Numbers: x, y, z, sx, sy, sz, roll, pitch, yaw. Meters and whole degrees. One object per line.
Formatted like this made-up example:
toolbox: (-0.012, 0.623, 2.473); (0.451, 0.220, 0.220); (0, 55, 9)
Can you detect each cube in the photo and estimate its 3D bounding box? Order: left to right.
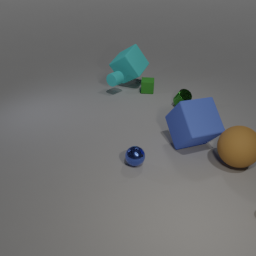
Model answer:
cube: (0.077, -3.642, 15.967); (1.400, 1.400, 1.400); (-14, 33, 45)
cube: (1.090, -2.365, 15.592); (0.700, 0.700, 0.700); (4, 33, 4)
cube: (2.432, -0.158, 10.376); (1.400, 1.400, 1.400); (-9, 72, -20)

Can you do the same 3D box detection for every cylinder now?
cylinder: (-0.685, -2.648, 15.053); (0.700, 0.700, 0.700); (19, 32, 30)
cylinder: (2.677, -1.459, 13.772); (0.700, 0.700, 0.700); (7, 65, -16)

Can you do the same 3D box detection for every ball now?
ball: (0.247, 0.970, 9.703); (0.700, 0.700, 0.700); (0, 29, 0)
ball: (3.705, 0.619, 9.345); (1.400, 1.400, 1.400); (0, 29, 0)
